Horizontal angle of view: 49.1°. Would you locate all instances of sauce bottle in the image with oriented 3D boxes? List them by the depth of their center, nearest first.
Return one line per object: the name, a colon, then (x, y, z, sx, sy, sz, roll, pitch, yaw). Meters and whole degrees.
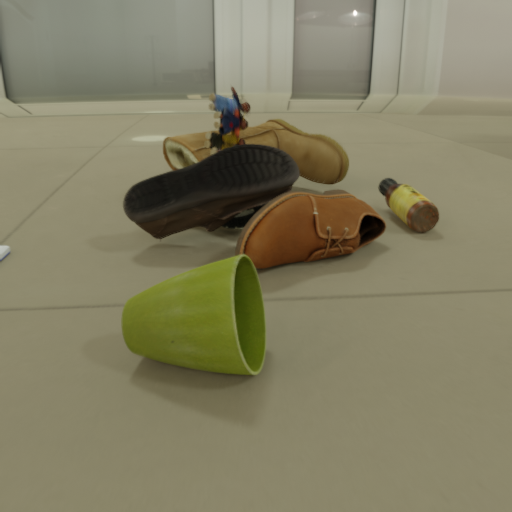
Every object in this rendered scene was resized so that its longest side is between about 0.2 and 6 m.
sauce bottle: (3.401, -1.257, 12.833, 0.740, 0.740, 2.241, -4, 27, -10)

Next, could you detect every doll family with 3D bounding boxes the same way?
doll family: (-0.588, -2.927, 12.973, 1.087, 1.880, 0.738, -2, 20, -34)

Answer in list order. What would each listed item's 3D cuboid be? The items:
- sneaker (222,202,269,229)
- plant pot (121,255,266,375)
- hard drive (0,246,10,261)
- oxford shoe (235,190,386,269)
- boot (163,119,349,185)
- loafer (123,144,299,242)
sneaker: (-0.817, -1.304, 12.621, 2.998, 1.105, 1.199, 13, 17, 37)
plant pot: (-0.804, 0.808, 6.971, 1.559, 1.458, 1.458, -8, 19, 14)
hard drive: (-5.187, 0.103, 10.298, 0.834, 0.160, 1.263, -1, 21, -2)
oxford shoe: (1.148, -0.457, 10.378, 3.636, 1.297, 1.296, -20, 39, -41)
boot: (0.035, -2.442, 14.528, 3.765, 1.245, 3.297, -21, 40, -40)
loafer: (-0.828, -1.216, 11.111, 3.436, 1.220, 1.255, -13, 55, 3)
